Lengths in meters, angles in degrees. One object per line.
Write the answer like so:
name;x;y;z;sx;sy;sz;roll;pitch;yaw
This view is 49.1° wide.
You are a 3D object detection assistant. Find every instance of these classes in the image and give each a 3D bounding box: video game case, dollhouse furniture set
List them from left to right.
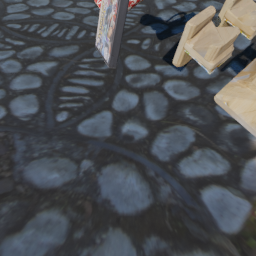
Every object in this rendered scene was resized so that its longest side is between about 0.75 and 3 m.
video game case;-0.353;-2.142;5.622;0.189;1.485;1.342;1;32;-21
dollhouse furniture set;2.490;-0.894;4.477;2.805;1.825;2.577;-40;75;-18

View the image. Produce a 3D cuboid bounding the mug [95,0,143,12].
mug;-0.077;-3.897;7.970;1.646;1.098;1.461;-35;24;14
